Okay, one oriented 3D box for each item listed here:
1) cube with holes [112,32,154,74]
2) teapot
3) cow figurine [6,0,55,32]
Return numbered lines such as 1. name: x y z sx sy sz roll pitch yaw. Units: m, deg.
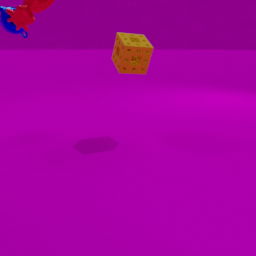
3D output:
1. cube with holes: 0.096 -1.941 7.316 0.763 0.763 0.763 -2 42 -21
2. teapot: -3.087 -2.829 7.387 0.557 1.137 0.707 -8 49 40
3. cow figurine: -2.408 -3.029 6.929 1.215 0.678 1.235 -36 38 12
